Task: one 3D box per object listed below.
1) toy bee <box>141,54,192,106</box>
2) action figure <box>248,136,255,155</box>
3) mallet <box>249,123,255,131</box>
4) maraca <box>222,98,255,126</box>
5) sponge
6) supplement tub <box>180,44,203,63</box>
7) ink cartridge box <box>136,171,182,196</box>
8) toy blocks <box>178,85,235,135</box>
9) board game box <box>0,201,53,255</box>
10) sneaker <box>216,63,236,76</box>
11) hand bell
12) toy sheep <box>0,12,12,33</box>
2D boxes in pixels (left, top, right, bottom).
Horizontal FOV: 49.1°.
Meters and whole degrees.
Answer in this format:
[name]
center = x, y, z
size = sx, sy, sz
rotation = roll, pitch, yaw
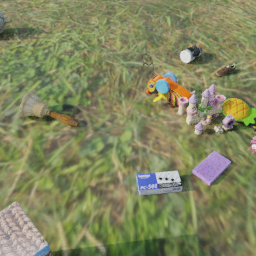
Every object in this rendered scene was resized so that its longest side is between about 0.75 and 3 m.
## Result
[toy bee]
center = 1.378, -1.685, 11.213
size = 1.575, 1.308, 2.405
rotation = -20, 72, -30
[action figure]
center = 4.461, 0.256, 9.147
size = 1.578, 1.057, 1.175
rotation = -33, 32, -9
[mallet]
center = 4.456, -0.475, 10.469
size = 0.494, 0.308, 1.499
rotation = -18, 51, -11
[maraca]
center = 4.081, -0.606, 10.276
size = 1.323, 0.708, 0.907
rotation = 30, 77, 21
[sponge]
center = 2.621, 1.231, 8.751
size = 1.169, 0.174, 0.652
rotation = -34, 54, -30
[supplement tub]
center = 3.048, -3.584, 13.383
size = 1.070, 0.655, 0.655
rotation = -35, 54, -30
[ink cartridge box]
center = 0.909, 1.623, 8.265
size = 1.260, 0.279, 0.592
rotation = -5, 43, -5
[toy blocks]
center = 2.833, -0.797, 9.958
size = 1.561, 1.406, 1.670
rotation = -14, 46, -15
[board game box]
center = -2.406, 2.955, 5.367
size = 1.906, 2.391, 1.158
rotation = -33, 53, -29
[sneaker]
center = 4.399, -2.647, 12.603
size = 1.034, 0.391, 0.364
rotation = -21, 48, -21
[hand bell]
center = -2.755, -0.513, 10.242
size = 2.038, 1.061, 1.061
rotation = 22, 47, 4
[toy sheep]
center = -7.440, -5.705, 14.861
size = 2.492, 1.718, 1.718
rotation = 4, 44, 3
